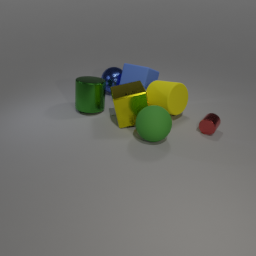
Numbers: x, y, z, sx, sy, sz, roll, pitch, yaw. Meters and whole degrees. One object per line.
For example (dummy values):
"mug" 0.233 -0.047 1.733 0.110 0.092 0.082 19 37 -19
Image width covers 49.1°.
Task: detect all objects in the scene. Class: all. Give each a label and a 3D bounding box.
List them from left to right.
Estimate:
"cylinder" -1.759 -1.579 13.085 1.400 1.400 1.400 5 23 -2
"ball" -0.739 -2.541 14.908 1.400 1.400 1.400 0 30 0
"cube" 0.098 -1.041 12.076 1.400 1.400 1.400 -13 31 -2
"cube" 0.563 -2.368 14.167 1.400 1.400 1.400 17 9 27
"ball" 0.985 -0.172 10.766 1.400 1.400 1.400 0 30 0
"cylinder" 1.729 -1.374 12.542 1.400 1.400 1.400 -24 27 -35
"cylinder" 3.349 -0.166 11.476 0.700 0.700 0.700 18 35 28
